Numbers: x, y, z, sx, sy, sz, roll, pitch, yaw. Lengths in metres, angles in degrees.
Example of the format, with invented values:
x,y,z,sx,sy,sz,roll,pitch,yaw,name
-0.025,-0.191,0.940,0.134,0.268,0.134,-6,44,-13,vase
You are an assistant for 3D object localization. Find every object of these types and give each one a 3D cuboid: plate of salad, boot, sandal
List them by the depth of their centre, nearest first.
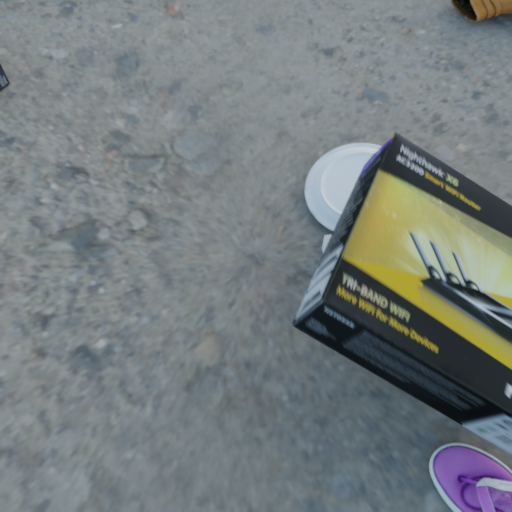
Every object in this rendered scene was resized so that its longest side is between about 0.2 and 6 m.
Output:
x,y,z,sx,sy,sz,roll,pitch,yaw,name
3.296,3.283,7.101,0.954,0.576,2.344,-38,66,-21,sandal
1.841,-1.150,9.919,1.948,0.468,1.948,-4,64,8,plate of salad
5.538,-5.618,12.476,1.571,0.776,2.024,-28,61,-17,boot

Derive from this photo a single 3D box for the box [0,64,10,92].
x,y,z,sx,sy,sz,roll,pitch,yaw,name
-5.910,-3.570,11.252,1.204,0.742,1.194,25,63,15,box

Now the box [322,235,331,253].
x,y,z,sx,sy,sz,roll,pitch,yaw,name
1.461,0.006,9.222,0.647,0.423,0.644,-5,58,-3,box

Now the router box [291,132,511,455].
x,y,z,sx,sy,sz,roll,pitch,yaw,name
2.679,0.509,7.285,3.678,0.961,2.892,30,59,-5,router box
